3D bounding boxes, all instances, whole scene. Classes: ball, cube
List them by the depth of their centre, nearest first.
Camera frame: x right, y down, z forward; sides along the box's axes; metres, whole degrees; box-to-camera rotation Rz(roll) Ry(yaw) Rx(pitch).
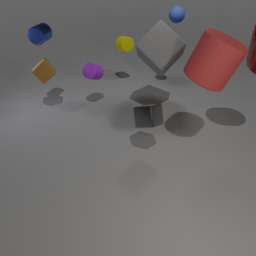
[{"bbox_3d":[0.681,-0.406,9.279,0.700,0.700,0.700,0,11,38],"label":"cube"},{"bbox_3d":[1.308,-3.147,11.293,1.400,1.400,1.400,45,3,5],"label":"cube"},{"bbox_3d":[-3.500,-2.398,11.728,0.700,0.700,0.700,-40,26,8],"label":"cube"},{"bbox_3d":[2.143,-4.955,12.259,0.700,0.700,0.700,0,33,0],"label":"ball"}]

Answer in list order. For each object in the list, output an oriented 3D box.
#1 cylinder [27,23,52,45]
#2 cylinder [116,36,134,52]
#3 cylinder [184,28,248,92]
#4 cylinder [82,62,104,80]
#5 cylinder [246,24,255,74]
[{"bbox_3d":[-3.465,-3.708,11.047,0.700,0.700,0.700,10,36,15],"label":"cylinder"},{"bbox_3d":[-0.162,-4.250,14.149,0.700,0.700,0.700,-18,28,-26],"label":"cylinder"},{"bbox_3d":[2.625,-2.059,8.492,1.400,1.400,1.400,18,34,-13],"label":"cylinder"},{"bbox_3d":[-1.515,-2.469,12.223,0.700,0.700,0.700,15,11,22],"label":"cylinder"},{"bbox_3d":[4.547,-2.536,8.749,1.400,1.400,1.400,-6,59,10],"label":"cylinder"}]
